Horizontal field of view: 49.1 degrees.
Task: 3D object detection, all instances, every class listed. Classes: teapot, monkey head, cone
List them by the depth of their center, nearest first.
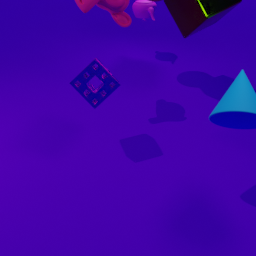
[{"bbox_3d":[1.844,-0.544,4.595,0.910,0.910,0.914,8,76,10],"label":"cone"},{"bbox_3d":[-0.593,-3.045,6.400,1.239,1.722,1.037,-34,8,2],"label":"monkey head"},{"bbox_3d":[0.650,-4.453,10.675,0.921,0.725,1.481,-16,35,-22],"label":"teapot"}]

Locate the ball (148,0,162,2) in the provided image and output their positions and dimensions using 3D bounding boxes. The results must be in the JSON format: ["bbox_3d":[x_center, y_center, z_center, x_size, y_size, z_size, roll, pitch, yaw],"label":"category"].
[{"bbox_3d":[0.809,-4.364,8.132,1.277,1.277,1.277,0,39,0],"label":"ball"}]

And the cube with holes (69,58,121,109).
[{"bbox_3d":[-0.710,-0.999,6.156,0.757,0.757,0.757,-42,14,6],"label":"cube with holes"}]

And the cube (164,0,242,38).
[{"bbox_3d":[2.042,-3.570,7.838,1.307,1.307,1.307,-30,3,-16],"label":"cube"}]
